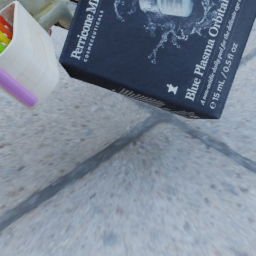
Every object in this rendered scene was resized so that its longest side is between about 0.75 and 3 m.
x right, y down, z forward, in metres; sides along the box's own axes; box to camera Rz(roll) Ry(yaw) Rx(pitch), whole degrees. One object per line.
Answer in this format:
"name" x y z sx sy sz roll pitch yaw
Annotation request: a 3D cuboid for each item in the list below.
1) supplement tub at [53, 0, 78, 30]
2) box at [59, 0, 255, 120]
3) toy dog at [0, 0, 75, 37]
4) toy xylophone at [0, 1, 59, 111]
"supplement tub" -1.419 -3.375 7.678 2.333 1.429 1.429 14 38 -16
"box" 0.615 -1.987 5.434 2.991 2.941 1.756 18 2 -6
"toy dog" -2.249 -2.404 5.385 2.846 2.936 2.048 -24 60 -30
"toy xylophone" -1.644 -1.305 4.021 0.542 1.580 2.158 -35 34 10
